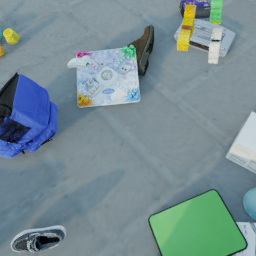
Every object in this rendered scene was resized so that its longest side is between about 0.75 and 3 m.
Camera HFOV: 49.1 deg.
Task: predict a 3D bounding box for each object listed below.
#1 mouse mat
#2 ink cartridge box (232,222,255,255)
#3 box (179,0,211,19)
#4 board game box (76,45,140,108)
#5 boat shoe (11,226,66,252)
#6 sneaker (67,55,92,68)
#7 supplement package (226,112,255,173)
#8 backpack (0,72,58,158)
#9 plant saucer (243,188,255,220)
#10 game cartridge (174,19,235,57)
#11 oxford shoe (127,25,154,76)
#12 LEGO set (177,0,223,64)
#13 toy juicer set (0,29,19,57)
[{"bbox_3d":[1.698,2.628,7.121,2.065,0.078,1.661,-24,53,2],"label":"mouse mat"},{"bbox_3d":[3.023,2.889,7.009,1.579,0.527,0.915,2,56,1],"label":"ink cartridge box"},{"bbox_3d":[2.995,-5.324,12.528,1.197,0.472,0.845,-7,59,-5],"label":"box"},{"bbox_3d":[-0.747,-1.863,9.872,2.177,0.282,2.177,-6,72,3],"label":"board game box"},{"bbox_3d":[-2.242,2.795,6.854,1.438,0.487,0.516,-12,97,5],"label":"boat shoe"},{"bbox_3d":[-1.527,-2.062,8.933,0.850,0.299,0.341,-24,72,-27],"label":"sneaker"},{"bbox_3d":[4.085,0.596,8.270,1.739,0.964,1.354,30,61,18],"label":"supplement package"},{"bbox_3d":[-3.253,-0.085,8.179,2.177,1.827,1.769,-34,38,24],"label":"backpack"},{"bbox_3d":[3.595,2.033,7.436,0.981,0.981,0.134,37,27,22],"label":"plant saucer"},{"bbox_3d":[3.185,-3.809,11.558,2.211,0.459,1.473,25,56,16],"label":"game cartridge"},{"bbox_3d":[0.438,-3.153,10.821,1.046,0.901,2.478,13,57,10],"label":"oxford shoe"},{"bbox_3d":[1.659,-2.511,6.492,1.133,2.969,1.219,9,63,17],"label":"LEGO set"},{"bbox_3d":[-5.757,-3.534,11.311,2.433,0.662,1.548,22,77,10],"label":"toy juicer set"}]
